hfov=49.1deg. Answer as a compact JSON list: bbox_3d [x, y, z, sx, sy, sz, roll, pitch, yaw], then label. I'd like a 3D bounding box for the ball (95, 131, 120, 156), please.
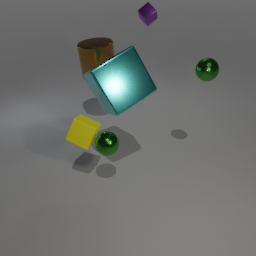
[{"bbox_3d":[-0.587,0.436,7.922,0.700,0.700,0.700,0,30,0],"label":"ball"}]

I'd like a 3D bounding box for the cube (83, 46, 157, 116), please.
[{"bbox_3d":[-0.275,-1.330,8.115,1.400,1.400,1.400,-34,15,-11],"label":"cube"}]

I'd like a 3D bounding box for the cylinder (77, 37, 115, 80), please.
[{"bbox_3d":[-1.215,-2.724,11.156,1.400,1.400,1.400,-4,33,3],"label":"cylinder"}]

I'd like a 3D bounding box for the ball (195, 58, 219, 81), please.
[{"bbox_3d":[2.378,-1.753,8.414,0.700,0.700,0.700,0,30,0],"label":"ball"}]

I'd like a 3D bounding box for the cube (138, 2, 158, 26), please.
[{"bbox_3d":[1.017,-5.809,14.315,0.700,0.700,0.700,-39,75,2],"label":"cube"}]

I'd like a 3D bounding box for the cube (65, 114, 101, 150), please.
[{"bbox_3d":[-1.293,0.106,8.167,0.700,0.700,0.700,25,14,0],"label":"cube"}]
